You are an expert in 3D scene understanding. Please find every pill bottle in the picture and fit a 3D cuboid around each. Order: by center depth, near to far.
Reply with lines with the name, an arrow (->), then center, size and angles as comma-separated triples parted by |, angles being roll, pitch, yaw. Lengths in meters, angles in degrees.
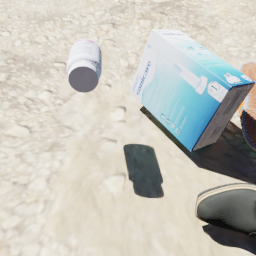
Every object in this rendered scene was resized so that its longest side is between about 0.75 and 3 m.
pill bottle -> -0.859, -1.245, 5.571 | 0.674, 0.674, 1.188 | -3, 38, -3

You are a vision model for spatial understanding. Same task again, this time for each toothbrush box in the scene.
toothbrush box -> 1.338, -0.967, 6.652 | 1.046, 1.795, 2.452 | -15, 49, -39

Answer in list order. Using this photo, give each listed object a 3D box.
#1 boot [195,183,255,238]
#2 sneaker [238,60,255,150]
boot -> 2.394, 1.687, 4.547 | 2.396, 0.928, 1.657 | 2, 15, 6
sneaker -> 3.192, -0.481, 7.031 | 0.847, 0.948, 2.372 | -3, 66, 18
